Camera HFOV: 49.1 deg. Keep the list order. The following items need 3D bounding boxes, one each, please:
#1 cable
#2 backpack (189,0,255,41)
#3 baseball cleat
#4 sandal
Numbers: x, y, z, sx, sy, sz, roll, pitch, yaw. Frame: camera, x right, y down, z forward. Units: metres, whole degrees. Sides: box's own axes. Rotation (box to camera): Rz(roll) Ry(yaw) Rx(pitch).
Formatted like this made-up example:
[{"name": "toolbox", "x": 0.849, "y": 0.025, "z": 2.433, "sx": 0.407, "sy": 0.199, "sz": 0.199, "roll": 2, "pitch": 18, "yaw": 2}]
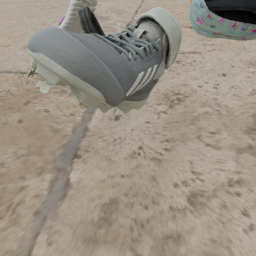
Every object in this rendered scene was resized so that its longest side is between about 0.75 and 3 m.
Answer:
[{"name": "cable", "x": -0.503, "y": -1.463, "z": 5.961, "sx": 0.639, "sy": 1.234, "sz": 2.541, "roll": -12, "pitch": -10, "yaw": 18}, {"name": "backpack", "x": 2.581, "y": -2.885, "z": 6.681, "sx": 2.129, "sy": 1.348, "sz": 1.777, "roll": 1, "pitch": 75, "yaw": -8}, {"name": "baseball cleat", "x": -0.066, "y": -0.860, "z": 3.066, "sx": 0.926, "sy": 1.413, "sz": 2.654, "roll": 36, "pitch": 8, "yaw": 6}, {"name": "sandal", "x": -1.638, "y": -3.150, "z": 8.400, "sx": 0.998, "sy": 2.454, "sz": 0.603, "roll": 1, "pitch": 59, "yaw": -41}]
